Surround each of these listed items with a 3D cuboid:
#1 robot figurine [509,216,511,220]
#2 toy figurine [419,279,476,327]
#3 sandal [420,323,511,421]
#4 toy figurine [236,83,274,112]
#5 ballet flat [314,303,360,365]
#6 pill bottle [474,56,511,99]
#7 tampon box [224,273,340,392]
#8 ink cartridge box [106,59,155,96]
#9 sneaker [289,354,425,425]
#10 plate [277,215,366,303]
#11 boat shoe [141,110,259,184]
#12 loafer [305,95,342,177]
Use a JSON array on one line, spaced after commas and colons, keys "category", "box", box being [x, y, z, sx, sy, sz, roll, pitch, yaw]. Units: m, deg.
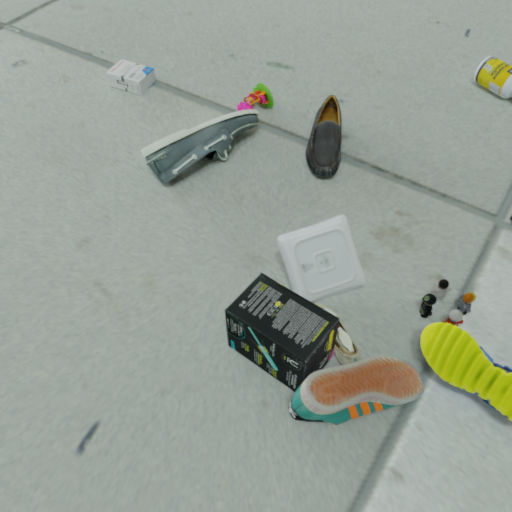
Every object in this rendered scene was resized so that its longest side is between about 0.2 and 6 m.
[{"category": "robot figurine", "box": [5.597, -0.817, 11.842, 0.349, 0.290, 0.465, 34, 58, 17]}, {"category": "toy figurine", "box": [3.489, 0.884, 10.239, 0.834, 0.580, 0.821, 35, 58, 26]}, {"category": "sandal", "box": [3.658, 1.934, 9.161, 2.224, 0.968, 0.884, 41, 95, 27]}, {"category": "toy figurine", "box": [-0.151, -3.908, 14.271, 0.852, 0.695, 0.926, -35, 36, -15]}, {"category": "ballet flat", "box": [1.409, 1.306, 9.965, 0.502, 0.464, 1.488, -23, 54, -18]}, {"category": "pill bottle", "box": [6.481, -4.603, 14.666, 0.757, 0.757, 1.351, -30, 57, -23]}, {"category": "tampon box", "box": [0.429, 1.311, 9.467, 1.619, 1.213, 1.022, 31, 57, 23]}, {"category": "ink cartridge box", "box": [-3.353, -4.795, 15.026, 1.041, 0.439, 0.760, 20, 53, 16]}, {"category": "sneaker", "box": [1.591, 2.184, 9.049, 2.382, 0.952, 0.850, 1, 58, -27]}, {"category": "plate", "box": [1.254, 0.099, 10.477, 1.427, 0.231, 1.424, -19, 96, -8]}, {"category": "boat shoe", "box": [-1.142, -2.583, 13.083, 3.127, 1.138, 0.966, -28, 99, -29]}, {"category": "loafer", "box": [1.617, -2.824, 13.133, 0.848, 0.842, 2.329, 4, 51, 2]}]
